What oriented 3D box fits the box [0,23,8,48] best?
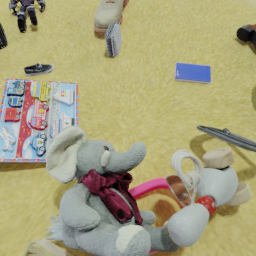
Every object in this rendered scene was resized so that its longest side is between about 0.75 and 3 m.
[{"bbox_3d":[-5.686,-3.115,8.554,2.958,1.543,2.188,-32,61,-21],"label":"box"}]

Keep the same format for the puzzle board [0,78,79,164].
[{"bbox_3d":[-2.251,-0.286,7.155,1.968,0.227,2.612,1,54,-12],"label":"puzzle board"}]

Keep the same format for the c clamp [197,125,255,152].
[{"bbox_3d":[2.618,0.329,6.381,1.697,0.269,1.987,3,17,-42],"label":"c clamp"}]

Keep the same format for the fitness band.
[{"bbox_3d":[0.468,1.787,5.749,1.861,0.348,1.336,-23,59,-8],"label":"fitness band"}]

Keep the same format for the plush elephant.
[{"bbox_3d":[-0.377,1.083,5.138,2.683,2.210,2.078,-7,71,34],"label":"plush elephant"}]

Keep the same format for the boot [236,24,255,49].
[{"bbox_3d":[4.758,-2.991,9.205,1.832,0.627,1.725,-26,51,-26],"label":"boot"}]

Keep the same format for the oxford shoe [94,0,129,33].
[{"bbox_3d":[-0.615,-4.434,9.789,1.002,1.045,2.832,9,55,6],"label":"oxford shoe"}]

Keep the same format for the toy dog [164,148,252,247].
[{"bbox_3d":[1.327,1.257,5.386,2.435,1.173,1.606,1,75,-42],"label":"toy dog"}]

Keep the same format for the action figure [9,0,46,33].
[{"bbox_3d":[-3.599,-4.270,9.948,1.289,0.687,1.980,-14,52,-1],"label":"action figure"}]

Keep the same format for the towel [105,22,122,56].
[{"bbox_3d":[-0.471,-2.813,8.849,0.382,0.738,0.892,3,54,10],"label":"towel"}]

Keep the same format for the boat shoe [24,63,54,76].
[{"bbox_3d":[-2.676,-1.799,8.396,0.859,0.291,0.308,-12,56,-8],"label":"boat shoe"}]

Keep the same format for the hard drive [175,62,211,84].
[{"bbox_3d":[1.940,-1.651,8.389,1.037,0.132,0.684,7,55,5],"label":"hard drive"}]

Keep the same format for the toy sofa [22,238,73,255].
[{"bbox_3d":[-1.365,2.597,5.239,1.218,0.595,0.505,23,83,15],"label":"toy sofa"}]
